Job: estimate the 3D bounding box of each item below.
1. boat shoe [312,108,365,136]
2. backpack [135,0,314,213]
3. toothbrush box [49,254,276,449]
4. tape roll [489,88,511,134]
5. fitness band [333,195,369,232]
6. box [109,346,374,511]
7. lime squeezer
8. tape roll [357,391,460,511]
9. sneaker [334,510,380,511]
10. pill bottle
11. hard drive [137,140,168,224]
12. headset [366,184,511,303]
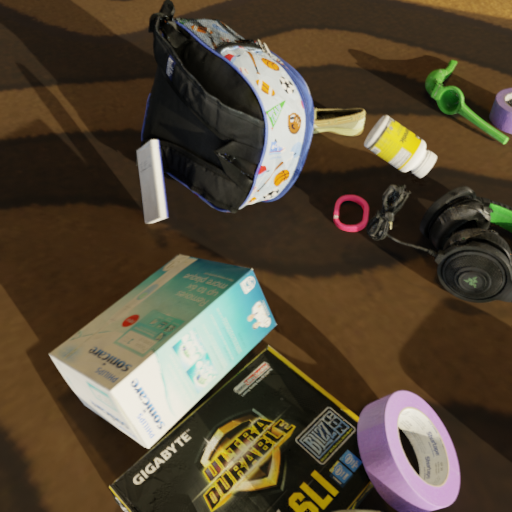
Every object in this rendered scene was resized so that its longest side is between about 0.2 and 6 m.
[{"bbox_3d":[1.465,-3.010,12.171,1.758,0.553,0.641,10,48,9],"label":"boat shoe"},{"bbox_3d":[-0.471,-2.371,10.097,2.531,3.285,3.129,-17,51,-33],"label":"backpack"},{"bbox_3d":[-1.222,1.121,7.523,2.408,1.027,1.763,-41,31,-29],"label":"toothbrush box"},{"bbox_3d":[5.835,-3.194,12.386,1.175,0.499,1.175,-1,47,1],"label":"tape roll"},{"bbox_3d":[1.759,-0.798,10.371,0.630,0.164,0.878,9,49,8],"label":"fitness band"},{"bbox_3d":[-0.002,2.673,6.783,2.173,0.671,2.721,37,57,27],"label":"box"},{"bbox_3d":[4.566,-3.655,12.900,1.218,0.651,3.450,19,40,-25],"label":"lime squeezer"},{"bbox_3d":[1.833,2.340,6.715,1.359,0.446,1.359,28,43,-30],"label":"tape roll"},{"bbox_3d":[1.562,3.441,5.439,2.372,0.887,1.260,24,39,-4],"label":"sneaker"},{"bbox_3d":[2.206,-1.633,8.522,1.015,0.565,0.565,33,50,-5],"label":"pill bottle"},{"bbox_3d":[-1.836,-1.278,9.859,0.169,0.880,1.334,-7,90,-29],"label":"hard drive"},{"bbox_3d":[3.434,-0.375,9.007,3.348,1.573,2.067,5,45,-10],"label":"headset"}]
